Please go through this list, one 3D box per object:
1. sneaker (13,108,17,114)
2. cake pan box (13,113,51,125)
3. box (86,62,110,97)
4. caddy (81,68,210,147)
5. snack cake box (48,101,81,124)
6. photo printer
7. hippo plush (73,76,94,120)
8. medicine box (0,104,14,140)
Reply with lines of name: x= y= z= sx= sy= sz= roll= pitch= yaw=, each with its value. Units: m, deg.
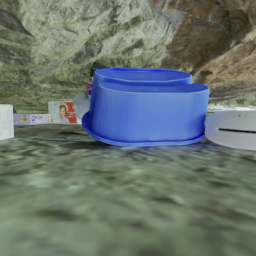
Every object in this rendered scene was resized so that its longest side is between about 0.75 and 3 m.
sneaker: x=-6.025 y=-0.642 z=13.027 sx=1.380 sy=0.795 sz=2.647 roll=3 pitch=5 yaw=-31
cake pan box: x=-4.404 y=-0.375 z=11.621 sx=1.840 sy=0.481 sz=1.695 roll=1 pitch=2 yaw=13
box: x=-0.743 y=-1.261 z=10.782 sx=1.695 sy=0.428 sz=2.371 roll=19 pitch=-39 yaw=-2
caddy: x=0.344 y=-0.323 z=5.282 sx=2.421 sy=1.271 sz=1.711 roll=-1 pitch=27 yaw=-12
snack cake box: x=-2.671 y=-0.689 z=12.228 sx=1.733 sy=0.997 sz=0.582 roll=2 pitch=4 yaw=32
photo printer: x=2.278 y=0.004 z=4.652 sx=1.753 sy=0.609 sz=1.459 roll=-3 pitch=6 yaw=-37
hippo plush: x=-0.744 y=-0.531 z=6.777 sx=1.065 sy=1.055 sz=1.324 roll=-34 pitch=46 yaw=1
medicine box: x=-3.191 y=-0.100 z=5.422 sx=1.279 sy=0.723 sz=1.404 roll=0 pitch=4 yaw=13
